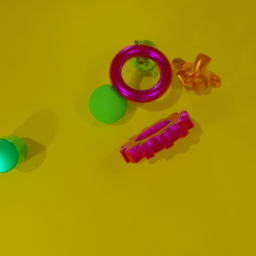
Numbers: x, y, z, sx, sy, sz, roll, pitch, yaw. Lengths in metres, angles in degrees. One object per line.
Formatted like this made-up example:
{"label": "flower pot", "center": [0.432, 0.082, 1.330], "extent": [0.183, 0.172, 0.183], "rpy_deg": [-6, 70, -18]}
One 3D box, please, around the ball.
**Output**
{"label": "ball", "center": [-0.541, -0.652, 7.639], "extent": [1.074, 1.074, 1.074], "rpy_deg": [0, 66, 0]}

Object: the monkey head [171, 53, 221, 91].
{"label": "monkey head", "center": [1.987, -1.652, 8.029], "extent": [1.598, 1.150, 0.963], "rpy_deg": [27, 34, 6]}

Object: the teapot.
{"label": "teapot", "center": [0.471, -2.059, 8.086], "extent": [0.942, 1.514, 0.741], "rpy_deg": [-26, 47, 11]}

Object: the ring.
{"label": "ring", "center": [0.336, -1.432, 7.291], "extent": [1.666, 0.333, 1.666], "rpy_deg": [1, 74, -2]}

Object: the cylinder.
{"label": "cylinder", "center": [-3.044, 0.637, 7.026], "extent": [0.833, 0.833, 0.833], "rpy_deg": [0, 95, -5]}

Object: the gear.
{"label": "gear", "center": [0.687, 0.206, 6.836], "extent": [1.879, 1.879, 0.348], "rpy_deg": [-33, 97, -14]}
